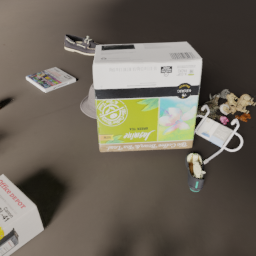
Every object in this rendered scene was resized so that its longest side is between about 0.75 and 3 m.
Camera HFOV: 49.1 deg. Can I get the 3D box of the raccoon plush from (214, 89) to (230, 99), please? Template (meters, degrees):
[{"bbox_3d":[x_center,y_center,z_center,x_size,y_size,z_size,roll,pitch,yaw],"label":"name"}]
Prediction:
[{"bbox_3d":[4.022,-1.250,11.612,0.770,0.373,0.516,-30,52,8],"label":"raccoon plush"}]

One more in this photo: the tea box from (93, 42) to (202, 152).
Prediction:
[{"bbox_3d":[0.503,-0.990,8.796,2.963,2.915,1.980,-3,32,-2],"label":"tea box"}]

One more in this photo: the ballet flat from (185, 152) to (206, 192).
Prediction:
[{"bbox_3d":[1.945,1.091,8.025,0.578,0.578,1.582,4,36,6],"label":"ballet flat"}]

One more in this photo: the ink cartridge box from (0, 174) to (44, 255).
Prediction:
[{"bbox_3d":[-3.247,2.204,6.142,1.585,0.920,2.148,28,46,33],"label":"ink cartridge box"}]

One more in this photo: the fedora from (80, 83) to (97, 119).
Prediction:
[{"bbox_3d":[-0.757,-1.380,11.040,2.318,1.047,2.050,-20,40,-26],"label":"fedora"}]

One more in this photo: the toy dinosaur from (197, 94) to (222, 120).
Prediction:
[{"bbox_3d":[2.931,-0.640,10.505,1.745,0.672,0.892,-26,29,-25],"label":"toy dinosaur"}]

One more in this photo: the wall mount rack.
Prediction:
[{"bbox_3d":[2.560,0.248,9.099,2.035,0.759,1.768,34,86,39],"label":"wall mount rack"}]

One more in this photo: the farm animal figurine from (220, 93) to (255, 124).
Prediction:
[{"bbox_3d":[3.793,-0.743,10.100,1.384,1.118,0.696,-2,25,-26],"label":"farm animal figurine"}]

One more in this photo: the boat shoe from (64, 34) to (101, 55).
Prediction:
[{"bbox_3d":[-2.459,-4.774,15.939,2.743,0.860,0.996,14,38,19],"label":"boat shoe"}]

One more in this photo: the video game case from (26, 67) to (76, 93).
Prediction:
[{"bbox_3d":[-3.584,-2.268,13.017,1.621,0.204,1.779,-28,45,-34],"label":"video game case"}]
